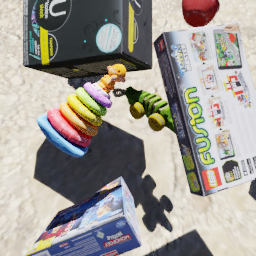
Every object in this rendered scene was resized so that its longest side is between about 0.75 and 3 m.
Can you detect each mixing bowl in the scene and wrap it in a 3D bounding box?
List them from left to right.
[{"bbox_3d":[2.219,-3.623,8.835,1.222,1.222,0.662,14,74,9],"label":"mixing bowl"}]

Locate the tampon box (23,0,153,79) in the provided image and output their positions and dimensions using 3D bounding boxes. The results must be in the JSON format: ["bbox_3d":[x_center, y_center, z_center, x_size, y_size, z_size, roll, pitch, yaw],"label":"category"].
[{"bbox_3d":[-0.972,-2.503,7.043,2.799,1.767,2.098,-1,89,26],"label":"tampon box"}]

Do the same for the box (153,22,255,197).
[{"bbox_3d":[1.581,-0.390,5.135,1.588,0.501,2.886,-12,88,-16],"label":"box"}]

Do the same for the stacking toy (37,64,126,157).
[{"bbox_3d":[-0.564,-0.372,4.221,0.864,0.817,1.489,40,97,-5],"label":"stacking toy"}]

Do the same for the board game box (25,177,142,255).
[{"bbox_3d":[-0.525,1.500,4.623,1.692,1.691,0.522,-26,97,15],"label":"board game box"}]

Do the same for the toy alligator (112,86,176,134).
[{"bbox_3d":[0.401,-0.644,6.916,0.836,0.606,2.523,-30,46,-31],"label":"toy alligator"}]
